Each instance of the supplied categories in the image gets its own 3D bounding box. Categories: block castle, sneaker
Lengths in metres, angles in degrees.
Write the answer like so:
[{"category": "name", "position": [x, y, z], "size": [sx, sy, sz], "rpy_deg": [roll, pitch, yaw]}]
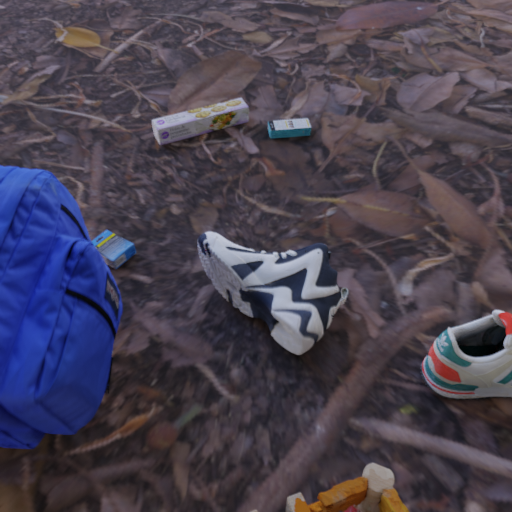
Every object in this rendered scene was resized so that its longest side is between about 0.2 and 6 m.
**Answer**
[{"category": "block castle", "position": [0.537, 3.971, 6.240], "size": [3.209, 1.505, 2.144], "rpy_deg": [-15, 44, -17]}, {"category": "sneaker", "position": [0.411, 0.229, 9.863], "size": [2.769, 1.105, 1.802], "rpy_deg": [37, 58, 27]}, {"category": "sneaker", "position": [4.076, 1.463, 8.646], "size": [2.881, 1.347, 1.014], "rpy_deg": [-4, 46, -3]}]

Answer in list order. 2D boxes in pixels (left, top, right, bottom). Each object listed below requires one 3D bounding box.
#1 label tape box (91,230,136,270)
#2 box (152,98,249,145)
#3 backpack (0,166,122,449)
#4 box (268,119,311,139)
[{"category": "label tape box", "position": [-2.815, -0.129, 10.895], "size": [0.782, 0.247, 0.564], "rpy_deg": [26, 52, 28]}, {"category": "box", "position": [-1.335, -3.312, 13.744], "size": [2.389, 0.462, 0.495], "rpy_deg": [-18, 49, -16]}, {"category": "backpack", "position": [-3.562, 0.641, 8.085], "size": [3.124, 3.025, 3.723], "rpy_deg": [5, 60, -2]}, {"category": "box", "position": [0.811, -3.120, 13.715], "size": [1.007, 0.247, 0.414], "rpy_deg": [-5, 47, -5]}]
